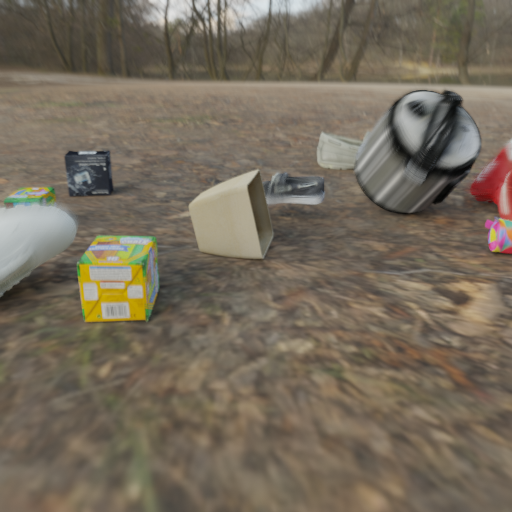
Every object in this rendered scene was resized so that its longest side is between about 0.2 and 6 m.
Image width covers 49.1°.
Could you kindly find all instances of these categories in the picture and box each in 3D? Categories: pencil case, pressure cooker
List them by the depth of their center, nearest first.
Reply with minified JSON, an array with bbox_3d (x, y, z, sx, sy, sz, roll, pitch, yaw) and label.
[{"bbox_3d":[4.525,-0.316,9.189,1.379,0.610,0.610,7,22,6],"label":"pencil case"},{"bbox_3d":[3.133,-2.052,10.767,1.978,2.214,1.947,-9,67,-22],"label":"pressure cooker"}]

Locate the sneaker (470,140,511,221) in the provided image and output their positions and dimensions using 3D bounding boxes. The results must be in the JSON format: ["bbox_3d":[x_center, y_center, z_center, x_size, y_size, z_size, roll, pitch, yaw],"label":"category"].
[{"bbox_3d":[5.098,-1.208,11.384,1.017,1.499,2.595,30,54,0],"label":"sneaker"}]

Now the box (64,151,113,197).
[{"bbox_3d":[-3.797,-1.877,12.757,0.941,0.956,0.562,-3,21,-7],"label":"box"}]

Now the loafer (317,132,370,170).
[{"bbox_3d":[3.088,-2.842,15.169,2.910,1.015,1.017,5,22,13],"label":"loafer"}]

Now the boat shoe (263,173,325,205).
[{"bbox_3d":[0.490,-1.339,10.808,1.656,0.561,0.594,4,33,10],"label":"boat shoe"}]

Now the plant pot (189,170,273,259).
[{"bbox_3d":[-0.434,-0.641,9.406,1.094,1.234,1.236,-8,19,13],"label":"plant pot"}]

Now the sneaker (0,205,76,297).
[{"bbox_3d":[-3.644,0.192,7.407,2.858,1.092,1.151,-24,59,-35],"label":"sneaker"}]

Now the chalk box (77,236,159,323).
[{"bbox_3d":[-1.772,0.219,7.496,0.841,0.836,1.351,-1,22,-2],"label":"chalk box"}]

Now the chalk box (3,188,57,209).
[{"bbox_3d":[-4.202,-0.818,10.423,0.678,0.683,1.094,-1,22,-2],"label":"chalk box"}]
